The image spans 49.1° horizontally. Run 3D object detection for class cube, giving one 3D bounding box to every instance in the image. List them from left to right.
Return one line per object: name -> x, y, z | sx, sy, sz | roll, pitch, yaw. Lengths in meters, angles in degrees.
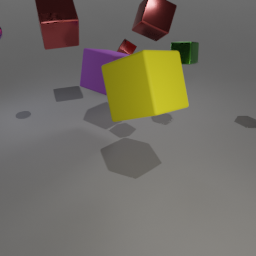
cube -> -2.753, -4.145, 11.003 | 1.400, 1.400, 1.400 | -12, 66, -14
cube -> -0.749, -2.099, 10.375 | 1.400, 1.400, 1.400 | 22, 22, 31
cube -> -0.114, -3.683, 13.456 | 0.700, 0.700, 0.700 | 31, 60, -8
cube -> 0.424, -1.008, 6.803 | 1.400, 1.400, 1.400 | -7, 6, 43
cube -> 1.191, -5.109, 13.044 | 1.400, 1.400, 1.400 | 18, -4, -17
cube -> 1.866, -2.462, 9.232 | 0.700, 0.700, 0.700 | 9, 17, 33

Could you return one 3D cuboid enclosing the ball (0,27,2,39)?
ball -> -4.332, -3.031, 8.800 | 0.700, 0.700, 0.700 | 0, 31, 0
